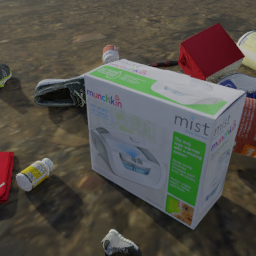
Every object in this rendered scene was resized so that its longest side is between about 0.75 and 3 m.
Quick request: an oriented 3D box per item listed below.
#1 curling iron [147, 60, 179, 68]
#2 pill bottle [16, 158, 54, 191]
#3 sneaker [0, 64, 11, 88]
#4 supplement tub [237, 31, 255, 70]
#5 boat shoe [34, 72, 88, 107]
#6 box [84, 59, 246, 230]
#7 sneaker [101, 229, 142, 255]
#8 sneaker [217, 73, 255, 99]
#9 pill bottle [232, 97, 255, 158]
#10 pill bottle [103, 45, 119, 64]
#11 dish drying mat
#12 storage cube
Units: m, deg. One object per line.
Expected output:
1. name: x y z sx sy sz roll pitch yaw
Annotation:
1. curling iron: 1.543 -2.592 11.893 0.338 0.657 2.649 32 40 28
2. pill bottle: -2.081 1.029 6.365 0.447 0.447 0.804 18 35 26
3. sneaker: -5.149 -2.225 11.154 0.699 0.766 1.891 -5 33 -9
4. supplement tub: 5.784 -3.160 11.922 1.512 1.512 2.086 -10 34 -15
5. boat shoe: -1.710 -1.130 9.412 2.931 1.056 1.039 -7 42 6
6. box: 0.612 0.163 5.811 2.821 2.489 1.364 25 40 32
7. sneaker: -0.159 2.121 4.845 0.783 0.294 0.452 17 40 42
8. sneaker: 4.252 -1.039 9.012 2.675 1.081 1.545 -5 31 -10
9. pill bottle: 2.758 -0.062 6.746 2.423 1.359 1.359 16 36 15
10. pill bottle: -0.789 -3.256 12.796 0.745 0.745 1.328 -2 33 -3
11. dish drying mat: -3.056 1.104 6.507 0.662 0.157 1.723 -9 34 -12
12. storage cube: 2.809 -2.340 9.748 1.712 1.464 1.539 -29 73 -3
